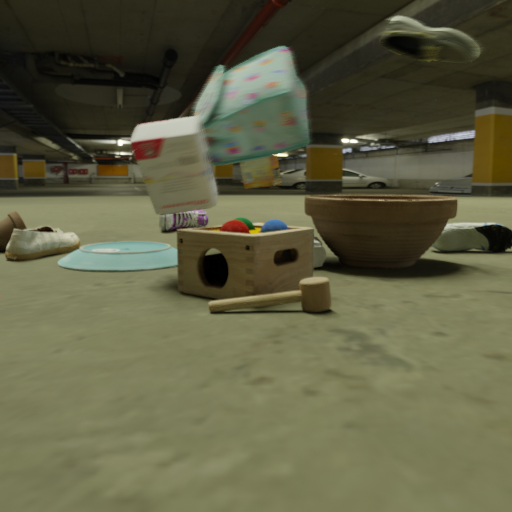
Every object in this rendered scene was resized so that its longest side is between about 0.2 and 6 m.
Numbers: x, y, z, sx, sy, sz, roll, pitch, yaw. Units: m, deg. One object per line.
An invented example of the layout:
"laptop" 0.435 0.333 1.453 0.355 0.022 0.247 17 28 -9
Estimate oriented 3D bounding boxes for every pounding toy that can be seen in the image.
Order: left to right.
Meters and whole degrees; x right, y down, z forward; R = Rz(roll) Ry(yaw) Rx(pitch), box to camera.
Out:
"pounding toy" 0.015 0.067 7.382 2.264 1.036 1.989 6 10 38

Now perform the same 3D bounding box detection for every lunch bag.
"lunch bag" -0.295 -3.001 11.668 2.527 1.541 2.152 -15 42 17

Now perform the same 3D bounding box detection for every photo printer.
"photo printer" 0.634 -0.098 10.456 1.206 0.503 1.450 -1 7 0

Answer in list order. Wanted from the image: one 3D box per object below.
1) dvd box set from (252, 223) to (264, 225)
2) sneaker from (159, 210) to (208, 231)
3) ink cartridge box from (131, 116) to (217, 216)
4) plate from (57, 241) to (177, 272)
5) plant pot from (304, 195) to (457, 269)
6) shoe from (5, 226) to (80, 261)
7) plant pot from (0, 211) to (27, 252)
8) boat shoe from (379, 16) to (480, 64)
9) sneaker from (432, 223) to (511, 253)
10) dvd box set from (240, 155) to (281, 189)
"dvd box set" -0.001 -0.790 16.379 1.136 0.228 1.553 -5 9 -24
"sneaker" -2.181 -1.194 17.291 1.302 0.828 2.283 4 8 7
"ink cartridge box" -1.232 -1.378 8.668 1.008 1.366 0.585 -7 43 5
"plate" -2.496 -0.039 10.752 2.509 0.321 2.509 1 9 0
"plant pot" 2.278 -0.486 10.457 2.776 1.281 2.776 0 9 0
"shoe" -4.430 -0.351 11.856 0.808 0.617 2.311 1 8 10
"plant pot" -5.451 -0.444 12.254 0.768 0.880 0.880 -26 20 -27
"boat shoe" 3.224 -3.940 10.524 1.852 0.553 0.662 29 -17 25
"sneaker" 4.688 -0.423 12.206 1.876 0.674 0.680 1 14 -2
"dvd box set" -0.015 -2.892 14.966 0.312 2.124 1.554 -17 11 -28
